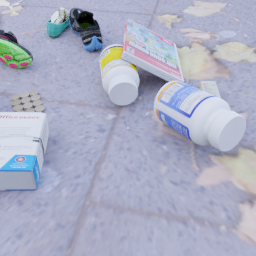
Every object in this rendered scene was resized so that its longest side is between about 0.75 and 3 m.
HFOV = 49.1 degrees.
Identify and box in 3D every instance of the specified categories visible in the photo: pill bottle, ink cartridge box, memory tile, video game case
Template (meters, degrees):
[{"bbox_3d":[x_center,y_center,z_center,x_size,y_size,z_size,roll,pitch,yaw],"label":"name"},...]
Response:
[{"bbox_3d":[1.709,-0.303,6.864,1.204,1.204,2.148,-24,37,-23],"label":"pill bottle"},{"bbox_3d":[-0.260,-1.629,8.597,1.108,1.108,1.971,-6,45,-6],"label":"pill bottle"},{"bbox_3d":[-2.689,0.494,6.615,1.343,0.775,1.840,1,43,-4],"label":"ink cartridge box"},{"bbox_3d":[-3.027,-0.732,8.403,0.874,0.096,1.140,-18,48,-18],"label":"memory tile"},{"bbox_3d":[0.812,-2.626,9.432,2.080,0.254,2.909,23,36,-15],"label":"video game case"}]

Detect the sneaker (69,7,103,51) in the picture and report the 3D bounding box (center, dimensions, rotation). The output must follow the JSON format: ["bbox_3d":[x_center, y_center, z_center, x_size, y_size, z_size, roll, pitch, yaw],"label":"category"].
[{"bbox_3d":[-1.656,-4.176,11.153,1.025,1.198,2.892,-14,46,-16],"label":"sneaker"}]

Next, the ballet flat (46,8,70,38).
[{"bbox_3d":[-2.841,-4.649,11.928,0.744,0.778,2.210,15,45,1],"label":"ballet flat"}]

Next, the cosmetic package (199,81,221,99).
[{"bbox_3d":[2.487,-1.030,8.533,0.494,0.334,0.940,3,44,3],"label":"cosmetic package"}]

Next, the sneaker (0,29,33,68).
[{"bbox_3d":[-4.381,-3.032,10.080,2.815,1.080,1.179,28,55,24],"label":"sneaker"}]
